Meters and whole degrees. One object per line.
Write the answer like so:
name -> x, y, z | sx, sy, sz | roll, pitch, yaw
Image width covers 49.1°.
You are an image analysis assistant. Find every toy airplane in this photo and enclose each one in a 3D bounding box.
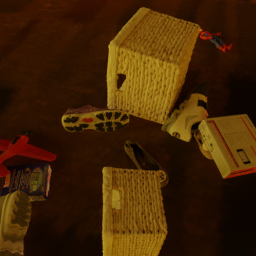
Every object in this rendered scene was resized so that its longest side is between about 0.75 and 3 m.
toy airplane -> -3.737, 0.789, 8.662 | 2.694, 0.495, 2.694 | 5, 35, -3

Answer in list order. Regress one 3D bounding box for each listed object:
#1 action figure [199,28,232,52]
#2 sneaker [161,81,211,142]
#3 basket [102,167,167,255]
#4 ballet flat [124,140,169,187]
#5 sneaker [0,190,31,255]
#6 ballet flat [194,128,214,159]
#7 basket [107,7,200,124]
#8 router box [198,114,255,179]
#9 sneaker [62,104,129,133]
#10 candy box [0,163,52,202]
action figure -> 4.107, -4.305, 13.452 | 0.632, 0.499, 1.931 | -29, 52, -20
sneaker -> 2.383, -0.536, 9.844 | 1.197, 1.002, 2.706 | 35, 63, 14
basket -> 0.067, 2.104, 6.886 | 1.427, 1.774, 1.758 | -1, 49, -3
ballet flat -> 0.531, 1.028, 8.700 | 0.662, 0.456, 1.966 | -26, 53, -21
sneaker -> -3.241, 2.999, 6.787 | 1.199, 1.093, 2.924 | -13, 43, 16
ballet flat -> 2.504, 0.481, 9.211 | 0.428, 0.396, 1.214 | -23, 50, -3
basket -> 0.869, -2.182, 9.995 | 2.339, 2.883, 2.909 | 19, 50, 11
router box -> 3.395, 0.511, 8.807 | 1.724, 0.469, 1.921 | -6, 56, -18
sneaker -> -1.117, -0.481, 9.768 | 2.335, 0.941, 0.974 | 1, 43, 2
candy box -> -2.947, 1.599, 8.182 | 1.241, 0.478, 1.049 | -2, 50, -3
